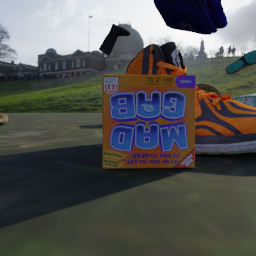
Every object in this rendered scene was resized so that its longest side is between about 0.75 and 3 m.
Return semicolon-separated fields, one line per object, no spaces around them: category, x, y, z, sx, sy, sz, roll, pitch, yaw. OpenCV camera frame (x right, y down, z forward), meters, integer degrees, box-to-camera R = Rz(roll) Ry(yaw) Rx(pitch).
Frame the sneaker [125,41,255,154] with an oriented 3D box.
sneaker;0.795;-0.455;3.721;2.604;1.459;1.010;3;5;37

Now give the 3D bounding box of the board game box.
board game box;0.162;-0.080;2.831;0.828;0.829;0.828;0;4;-4

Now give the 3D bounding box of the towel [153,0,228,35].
towel;1.015;-2.875;5.879;1.711;0.574;2.318;22;-10;38

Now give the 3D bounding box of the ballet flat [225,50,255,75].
ballet flat;4.389;-2.463;10.575;1.538;0.524;0.517;-24;-13;12

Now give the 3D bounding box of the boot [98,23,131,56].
boot;-0.575;-3.679;11.931;1.050;1.274;0.418;34;6;32

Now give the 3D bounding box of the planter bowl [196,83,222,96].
planter bowl;2.895;-0.837;11.162;1.551;1.551;1.044;0;-24;6

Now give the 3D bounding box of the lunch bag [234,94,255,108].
lunch bag;5.620;-0.840;11.632;2.022;1.233;1.723;-4;0;30

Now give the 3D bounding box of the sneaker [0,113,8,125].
sneaker;-4.680;-0.323;8.948;1.510;0.532;0.570;-1;7;-5
